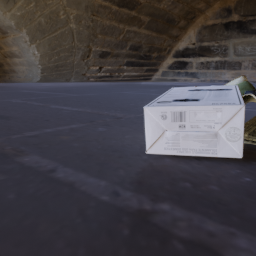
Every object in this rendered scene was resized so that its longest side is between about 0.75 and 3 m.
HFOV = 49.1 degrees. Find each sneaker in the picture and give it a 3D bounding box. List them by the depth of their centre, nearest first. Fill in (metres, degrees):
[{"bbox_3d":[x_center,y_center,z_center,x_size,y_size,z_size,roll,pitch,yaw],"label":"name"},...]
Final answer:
[{"bbox_3d":[2.735,-0.636,7.988,2.026,0.909,0.679,-31,-28,5],"label":"sneaker"}]

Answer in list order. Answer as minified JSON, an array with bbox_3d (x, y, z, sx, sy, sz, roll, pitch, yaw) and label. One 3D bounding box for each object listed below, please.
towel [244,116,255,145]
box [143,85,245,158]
[{"bbox_3d":[3.358,-0.195,5.595,1.972,0.341,1.898,-33,13,-8],"label":"towel"},{"bbox_3d":[1.504,-0.299,5.898,1.692,0.872,2.900,0,15,18],"label":"box"}]
